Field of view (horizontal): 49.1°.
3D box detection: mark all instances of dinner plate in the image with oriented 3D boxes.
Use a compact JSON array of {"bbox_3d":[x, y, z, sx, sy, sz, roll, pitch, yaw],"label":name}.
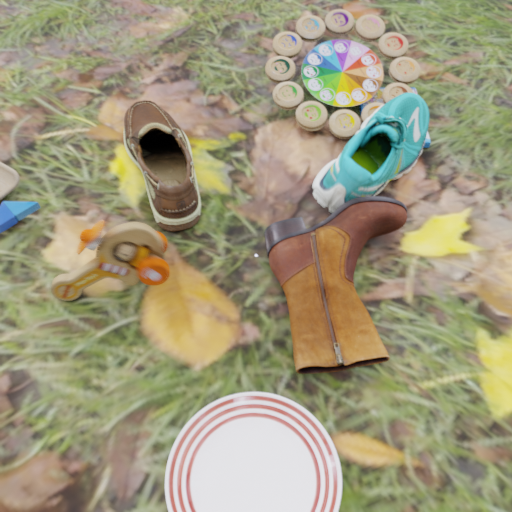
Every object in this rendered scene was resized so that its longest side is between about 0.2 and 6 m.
[{"bbox_3d":[-0.036,2.924,7.371,2.303,0.279,2.303,0,52,0],"label":"dinner plate"}]

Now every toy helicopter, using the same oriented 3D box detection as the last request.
[{"bbox_3d":[-2.422,0.101,8.708,2.035,1.346,0.803,-28,44,15],"label":"toy helicopter"}]

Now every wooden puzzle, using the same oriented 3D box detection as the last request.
[{"bbox_3d":[-5.783,-1.127,10.364,3.441,0.402,2.322,34,65,23],"label":"wooden puzzle"}]

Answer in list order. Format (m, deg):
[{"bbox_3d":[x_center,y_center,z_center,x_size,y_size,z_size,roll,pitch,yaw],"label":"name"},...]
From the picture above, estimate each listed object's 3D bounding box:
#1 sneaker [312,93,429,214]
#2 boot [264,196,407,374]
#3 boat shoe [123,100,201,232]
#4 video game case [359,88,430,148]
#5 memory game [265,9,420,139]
[{"bbox_3d":[2.376,-2.007,10.236,1.312,1.348,3.386,38,58,4],"label":"sneaker"},{"bbox_3d":[1.558,0.391,8.872,2.532,0.921,2.690,-10,55,-8],"label":"boot"},{"bbox_3d":[-1.754,-2.039,10.483,1.216,1.218,3.291,-19,55,-14],"label":"boat shoe"},{"bbox_3d":[2.872,-2.944,11.827,1.283,0.160,1.793,0,53,0],"label":"video game case"},{"bbox_3d":[1.828,-3.916,11.844,3.298,0.210,3.298,0,69,1],"label":"memory game"}]
